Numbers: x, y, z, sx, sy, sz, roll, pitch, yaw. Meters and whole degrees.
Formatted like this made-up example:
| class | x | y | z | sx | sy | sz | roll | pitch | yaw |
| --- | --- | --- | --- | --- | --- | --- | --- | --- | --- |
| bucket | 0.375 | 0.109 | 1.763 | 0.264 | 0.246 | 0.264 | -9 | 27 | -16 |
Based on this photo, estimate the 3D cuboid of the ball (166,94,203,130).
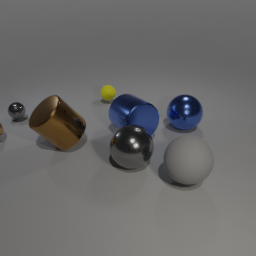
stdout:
| class | x | y | z | sx | sy | sz | roll | pitch | yaw |
| --- | --- | --- | --- | --- | --- | --- | --- | --- | --- |
| ball | 2.206 | -0.609 | 10.931 | 1.400 | 1.400 | 1.400 | 0 | 30 | 0 |

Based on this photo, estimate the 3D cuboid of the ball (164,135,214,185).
| class | x | y | z | sx | sy | sz | roll | pitch | yaw |
| --- | --- | --- | --- | --- | --- | --- | --- | --- | --- |
| ball | 1.716 | 0.896 | 7.958 | 1.400 | 1.400 | 1.400 | 0 | 30 | 0 |

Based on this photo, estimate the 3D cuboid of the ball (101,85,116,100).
| class | x | y | z | sx | sy | sz | roll | pitch | yaw |
| --- | --- | --- | --- | --- | --- | --- | --- | --- | --- |
| ball | -0.935 | -1.654 | 13.116 | 0.700 | 0.700 | 0.700 | 0 | 30 | 0 |

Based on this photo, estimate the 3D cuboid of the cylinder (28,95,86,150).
| class | x | y | z | sx | sy | sz | roll | pitch | yaw |
| --- | --- | --- | --- | --- | --- | --- | --- | --- | --- |
| cylinder | -2.405 | -0.175 | 9.623 | 1.400 | 1.400 | 1.400 | -24 | 42 | 24 |

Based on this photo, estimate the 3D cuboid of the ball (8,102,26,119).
| class | x | y | z | sx | sy | sz | roll | pitch | yaw |
| --- | --- | --- | --- | --- | --- | --- | --- | --- | --- |
| ball | -4.606 | -0.721 | 11.597 | 0.700 | 0.700 | 0.700 | 0 | 30 | 0 |

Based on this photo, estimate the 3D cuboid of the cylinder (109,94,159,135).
| class | x | y | z | sx | sy | sz | roll | pitch | yaw |
| --- | --- | --- | --- | --- | --- | --- | --- | --- | --- |
| cylinder | 0.194 | -0.421 | 10.244 | 1.400 | 1.400 | 1.400 | -15 | 26 | -24 |

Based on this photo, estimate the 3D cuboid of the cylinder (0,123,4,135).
| class | x | y | z | sx | sy | sz | roll | pitch | yaw |
| --- | --- | --- | --- | --- | --- | --- | --- | --- | --- |
| cylinder | -4.996 | 0.083 | 10.086 | 0.700 | 0.700 | 0.700 | -29 | 33 | 1 |

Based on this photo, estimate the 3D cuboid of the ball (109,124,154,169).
| class | x | y | z | sx | sy | sz | roll | pitch | yaw |
| --- | --- | --- | --- | --- | --- | --- | --- | --- | --- |
| ball | 0.114 | 0.585 | 8.831 | 1.400 | 1.400 | 1.400 | 0 | 30 | 0 |
